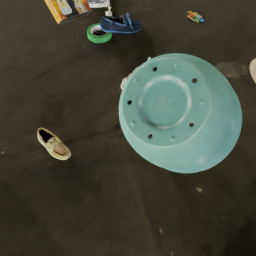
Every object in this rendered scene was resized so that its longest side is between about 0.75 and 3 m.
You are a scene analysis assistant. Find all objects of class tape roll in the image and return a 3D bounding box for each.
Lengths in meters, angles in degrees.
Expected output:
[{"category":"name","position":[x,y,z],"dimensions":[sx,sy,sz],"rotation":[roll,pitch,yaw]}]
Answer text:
[{"category":"tape roll","position":[-1.105,-3.689,10.870],"dimensions":[0.942,0.226,0.942],"rotation":[0,55,0]}]

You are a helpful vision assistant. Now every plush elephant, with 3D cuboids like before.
[{"category":"plush elephant","position":[0.550,-1.001,8.303],"dimensions":[1.543,1.873,1.450],"rotation":[7,73,-3]}]

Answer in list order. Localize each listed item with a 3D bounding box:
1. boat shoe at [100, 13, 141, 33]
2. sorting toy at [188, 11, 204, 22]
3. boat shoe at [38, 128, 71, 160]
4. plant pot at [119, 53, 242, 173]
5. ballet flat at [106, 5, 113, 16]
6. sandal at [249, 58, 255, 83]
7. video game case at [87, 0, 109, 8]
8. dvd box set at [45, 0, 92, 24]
[{"category":"boat shoe","position":[-0.208,-4.007,10.716],"dimensions":[1.710,0.587,0.720],"rotation":[-14,53,-28]},{"category":"sorting toy","position":[2.773,-4.651,11.613],"dimensions":[0.475,0.115,0.844],"rotation":[-29,60,-19]},{"category":"boat shoe","position":[-2.124,0.434,7.865],"dimensions":[1.246,0.414,0.461],"rotation":[32,61,21]},{"category":"plant pot","position":[0.683,-0.226,3.977],"dimensions":[1.771,1.421,1.771],"rotation":[-3,83,21]},{"category":"ballet flat","position":[-0.792,-4.720,11.532],"dimensions":[0.324,0.326,0.954],"rotation":[0,55,-2]},{"category":"sandal","position":[2.576,-0.560,4.392],"dimensions":[0.554,0.497,1.512],"rotation":[-38,91,6]},{"category":"video game case","position":[-1.665,-5.810,12.380],"dimensions":[1.631,0.191,1.483],"rotation":[-4,55,-3]},{"category":"dvd box set","position":[-1.627,-3.345,6.687],"dimensions":[1.090,0.219,1.489],"rotation":[-40,106,-42]}]
